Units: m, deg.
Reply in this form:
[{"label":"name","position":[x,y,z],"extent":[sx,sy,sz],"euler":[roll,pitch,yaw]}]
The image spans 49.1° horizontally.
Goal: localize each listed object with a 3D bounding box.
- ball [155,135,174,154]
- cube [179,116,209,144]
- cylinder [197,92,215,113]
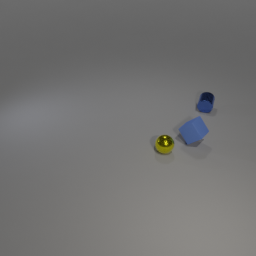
[{"label":"ball","position":[1.338,0.587,10.199],"extent":[0.700,0.700,0.700],"euler":[0,32,0]},{"label":"cube","position":[2.481,0.084,10.551],"extent":[0.700,0.700,0.700],"euler":[-29,3,45]},{"label":"cylinder","position":[3.585,-1.177,12.856],"extent":[0.700,0.700,0.700],"euler":[11,46,17]}]
